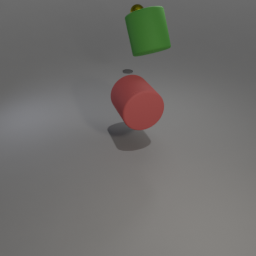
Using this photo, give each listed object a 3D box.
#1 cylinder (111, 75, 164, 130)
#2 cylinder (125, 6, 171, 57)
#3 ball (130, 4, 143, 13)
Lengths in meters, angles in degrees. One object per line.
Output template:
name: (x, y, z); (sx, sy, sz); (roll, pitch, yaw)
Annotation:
cylinder: (0.277, -0.862, 9.247); (1.400, 1.400, 1.400); (-11, 35, -16)
cylinder: (0.709, -3.396, 9.962); (1.400, 1.400, 1.400); (-13, 10, 2)
ball: (0.451, -5.576, 13.457); (0.700, 0.700, 0.700); (0, 32, 0)
